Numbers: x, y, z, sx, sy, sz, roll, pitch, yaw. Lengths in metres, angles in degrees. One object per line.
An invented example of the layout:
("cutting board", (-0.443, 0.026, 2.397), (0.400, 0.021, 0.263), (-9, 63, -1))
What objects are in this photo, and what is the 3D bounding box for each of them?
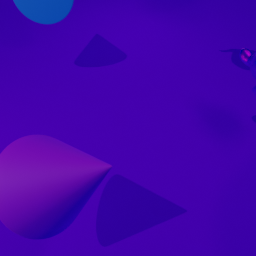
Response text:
("cone", (-0.756, 0.663, 3.816), (1.589, 1.583, 1.583), (-21, 41, 41))
("cone", (-2.053, -3.714, 7.337), (1.540, 1.540, 1.546), (1, 35, 0))
("monkey head", (2.467, -0.979, 5.066), (0.690, 0.824, 1.145), (11, 32, -35))
